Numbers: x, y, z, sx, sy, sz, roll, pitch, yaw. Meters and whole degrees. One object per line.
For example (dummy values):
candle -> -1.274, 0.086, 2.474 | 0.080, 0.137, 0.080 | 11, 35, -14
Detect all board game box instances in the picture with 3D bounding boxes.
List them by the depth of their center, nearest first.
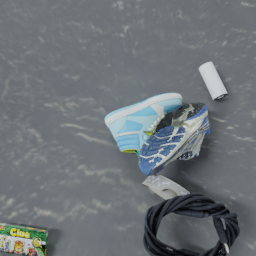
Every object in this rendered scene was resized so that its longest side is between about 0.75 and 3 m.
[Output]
board game box -> -2.517, 2.648, 6.591 | 1.242, 0.146, 0.651 | 6, 90, 6

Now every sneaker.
sneaker -> 1.301, 0.421, 6.806 | 2.526, 0.973, 1.076 | -40, 115, -30
sneaker -> 0.593, -0.004, 7.277 | 2.120, 0.843, 1.384 | -20, 76, -2

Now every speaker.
speaker -> 2.376, -1.320, 7.858 | 0.424, 0.424, 1.043 | -20, 76, -6

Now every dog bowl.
dog bowl -> 0.953, 1.499, 6.564 | 1.272, 1.272, 0.373 | 30, 76, 10

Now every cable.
cable -> 1.323, 2.188, 5.843 | 2.125, 0.540, 1.734 | 31, 104, -12
